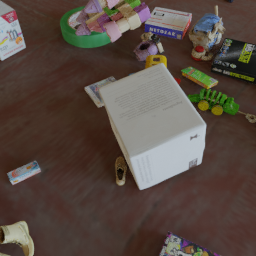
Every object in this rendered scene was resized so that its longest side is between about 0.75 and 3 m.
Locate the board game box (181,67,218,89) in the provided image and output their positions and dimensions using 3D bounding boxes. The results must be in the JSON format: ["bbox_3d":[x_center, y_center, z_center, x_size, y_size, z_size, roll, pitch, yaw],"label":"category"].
[{"bbox_3d":[2.371,-1.706,9.404,0.561,0.176,1.174,-26,53,-34],"label":"board game box"}]

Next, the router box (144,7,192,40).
[{"bbox_3d":[1.655,-4.340,11.531,1.610,0.393,1.445,17,53,14],"label":"router box"}]

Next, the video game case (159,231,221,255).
[{"bbox_3d":[1.181,3.105,5.486,1.481,0.293,1.634,21,54,16],"label":"video game case"}]

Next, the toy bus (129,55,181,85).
[{"bbox_3d":[0.891,-1.687,9.082,1.492,0.817,1.581,-35,58,-25],"label":"toy bus"}]

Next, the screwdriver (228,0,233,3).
[{"bbox_3d":[4.618,-6.553,13.464,0.274,0.263,1.884,-29,48,17],"label":"screwdriver"}]

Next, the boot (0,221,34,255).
[{"bbox_3d":[-2.294,2.327,5.742,0.282,0.603,0.776,-35,67,24],"label":"boot"}]

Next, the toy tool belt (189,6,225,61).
[{"bbox_3d":[2.886,-3.559,10.333,1.271,1.251,2.036,20,53,16],"label":"toy tool belt"}]

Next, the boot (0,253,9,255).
[{"bbox_3d":[-3.593,3.133,5.005,2.724,0.992,2.117,6,51,3],"label":"boot"}]

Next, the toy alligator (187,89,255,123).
[{"bbox_3d":[2.883,-0.771,8.473,2.176,0.590,0.645,21,54,16],"label":"toy alligator"}]

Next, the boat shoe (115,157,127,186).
[{"bbox_3d":[-0.177,1.054,7.185,0.295,0.267,0.826,-3,51,-2],"label":"boat shoe"}]

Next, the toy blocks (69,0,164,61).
[{"bbox_3d":[-0.701,-3.775,10.005,2.516,2.989,2.793,-30,45,2],"label":"toy blocks"}]

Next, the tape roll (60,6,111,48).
[{"bbox_3d":[-1.533,-4.101,11.237,2.279,0.548,2.279,-1,51,1],"label":"tape roll"}]

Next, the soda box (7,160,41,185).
[{"bbox_3d":[-2.640,1.132,7.125,0.757,0.259,0.241,-26,55,-20],"label":"soda box"}]

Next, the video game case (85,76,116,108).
[{"bbox_3d":[-0.724,-1.198,9.130,1.080,0.124,0.984,-25,55,-19],"label":"video game case"}]

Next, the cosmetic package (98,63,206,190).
[{"bbox_3d":[0.575,-0.031,6.906,1.779,1.777,2.156,-23,55,-4],"label":"cosmetic package"}]

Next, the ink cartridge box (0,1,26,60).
[{"bbox_3d":[-4.638,-3.517,10.108,1.133,1.566,1.138,35,59,22],"label":"ink cartridge box"}]

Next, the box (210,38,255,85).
[{"bbox_3d":[4.040,-2.392,9.896,1.760,0.433,1.823,20,54,20],"label":"box"}]
